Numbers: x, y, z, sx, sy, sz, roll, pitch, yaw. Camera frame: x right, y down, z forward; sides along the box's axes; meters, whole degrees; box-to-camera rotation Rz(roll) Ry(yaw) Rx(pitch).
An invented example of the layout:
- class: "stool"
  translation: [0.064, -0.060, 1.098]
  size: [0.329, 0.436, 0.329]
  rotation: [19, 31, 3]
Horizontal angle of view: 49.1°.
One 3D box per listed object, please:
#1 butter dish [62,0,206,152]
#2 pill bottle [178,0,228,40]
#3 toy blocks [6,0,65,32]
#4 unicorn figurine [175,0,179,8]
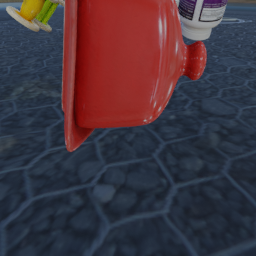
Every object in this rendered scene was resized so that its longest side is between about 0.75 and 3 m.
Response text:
- class: "butter dish"
  translation: [0.201, -1.105, 4.246]
  size: [1.928, 2.601, 2.609]
  rotation: [8, 18, 4]
- class: "pill bottle"
  translation: [1.479, -2.600, 5.400]
  size: [0.925, 1.644, 0.925]
  rotation: [2, 47, -3]
- class: "toy blocks"
  translation: [-1.520, -3.066, 5.870]
  size: [0.733, 2.018, 1.682]
  rotation: [37, 15, -11]
- class: "unicorn figurine"
  translation: [1.487, -4.544, 9.193]
  size: [1.839, 2.678, 0.989]
  rotation: [-1, 62, -37]
